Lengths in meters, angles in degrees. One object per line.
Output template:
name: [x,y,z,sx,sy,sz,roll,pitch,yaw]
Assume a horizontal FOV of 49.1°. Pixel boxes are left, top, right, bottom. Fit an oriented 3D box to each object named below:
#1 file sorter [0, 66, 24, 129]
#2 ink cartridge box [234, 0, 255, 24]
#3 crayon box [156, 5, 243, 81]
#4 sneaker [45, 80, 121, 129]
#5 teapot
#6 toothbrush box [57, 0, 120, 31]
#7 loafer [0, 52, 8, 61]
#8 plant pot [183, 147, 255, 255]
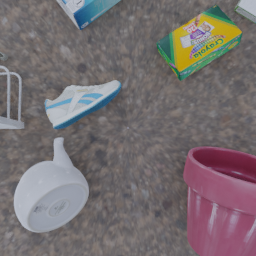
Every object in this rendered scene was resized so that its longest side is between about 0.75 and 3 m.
file sorter: [-4.138,-0.917,7.070,1.907,2.749,1.711,-2,85,4]
ink cartridge box: [3.921,-3.550,8.406,1.249,0.370,0.648,31,88,1]
crayon box: [2.003,-2.427,8.008,2.039,0.594,1.211,-32,69,2]
sneaker: [-1.274,-0.867,8.041,2.296,0.879,0.928,-28,83,-7]
teapot: [-2.227,1.690,7.683,2.112,2.084,1.542,-32,50,-21]
toothbrush box: [-0.978,-4.562,8.046,2.730,1.164,1.999,-37,89,-3]
loafer: [-4.020,-2.243,8.413,0.783,0.273,0.274,16,88,1]
plant pot: [2.641,2.038,7.261,2.702,2.702,2.419,11,103,0]
